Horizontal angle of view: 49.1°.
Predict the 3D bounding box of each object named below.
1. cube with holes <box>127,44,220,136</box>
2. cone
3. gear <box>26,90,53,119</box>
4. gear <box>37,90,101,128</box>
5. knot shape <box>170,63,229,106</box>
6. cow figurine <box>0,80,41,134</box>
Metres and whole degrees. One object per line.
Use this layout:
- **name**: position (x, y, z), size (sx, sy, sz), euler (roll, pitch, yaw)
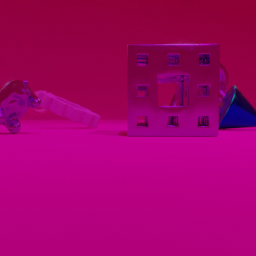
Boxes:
- **cube with holes**: position (0.555, -0.480, 3.886), size (1.095, 1.095, 1.095), euler (0, 4, 2)
- **cone**: position (2.328, -0.226, 5.521), size (0.953, 0.949, 0.949), euler (23, 4, 4)
- **gear**: position (-2.973, -0.785, 9.533), size (1.067, 1.067, 0.197), euler (-1, 43, -38)
- **gear**: position (-1.455, -0.460, 6.840), size (1.576, 0.292, 1.576), euler (24, 4, -2)
- **knot shape**: position (2.004, -0.791, 7.931), size (1.856, 1.983, 0.916), euler (-21, 3, 32)
- **cow figurine**: position (-1.873, -0.344, 4.118), size (1.013, 1.029, 0.565), euler (37, -6, 36)
